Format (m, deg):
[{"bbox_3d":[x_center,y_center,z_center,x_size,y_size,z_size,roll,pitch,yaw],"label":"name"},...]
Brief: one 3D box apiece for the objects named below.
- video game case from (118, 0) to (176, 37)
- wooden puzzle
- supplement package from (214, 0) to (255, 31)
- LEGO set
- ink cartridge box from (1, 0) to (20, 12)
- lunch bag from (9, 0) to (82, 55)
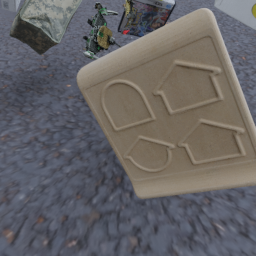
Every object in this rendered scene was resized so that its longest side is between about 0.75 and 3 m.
[{"bbox_3d":[0.632,-4.027,10.176,1.610,1.782,0.227,8,60,-16],"label":"video game case"},{"bbox_3d":[0.578,-0.159,3.989,2.118,2.287,0.530,-17,15,33],"label":"wooden puzzle"},{"bbox_3d":[2.711,-2.621,5.427,1.599,1.213,1.205,29,37,-2],"label":"supplement package"},{"bbox_3d":[-0.639,-2.802,8.055,0.721,1.653,2.545,16,35,27],"label":"LEGO set"},{"bbox_3d":[-2.792,-4.036,7.092,0.401,1.017,2.046,11,59,-12],"label":"ink cartridge box"},{"bbox_3d":[-2.465,-3.861,8.842,2.081,1.491,2.537,7,68,59],"label":"lunch bag"}]
